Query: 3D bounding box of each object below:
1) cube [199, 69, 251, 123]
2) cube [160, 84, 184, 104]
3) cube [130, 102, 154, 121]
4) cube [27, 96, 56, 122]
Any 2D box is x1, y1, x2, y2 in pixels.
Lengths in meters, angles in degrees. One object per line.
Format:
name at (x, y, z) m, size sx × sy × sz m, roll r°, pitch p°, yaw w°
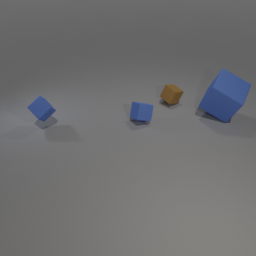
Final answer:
cube at (4.153, -1.386, 12.067) m, size 1.400 × 1.400 × 1.400 m, roll 32°, pitch 56°, yaw 5°
cube at (2.112, -1.639, 13.527) m, size 0.700 × 0.700 × 0.700 m, roll -9°, pitch 44°, yaw -45°
cube at (0.583, -0.713, 12.025) m, size 0.700 × 0.700 × 0.700 m, roll 4°, pitch 10°, yaw -29°
cube at (-3.512, -0.778, 11.440) m, size 0.700 × 0.700 × 0.700 m, roll -44°, pitch 83°, yaw -3°
